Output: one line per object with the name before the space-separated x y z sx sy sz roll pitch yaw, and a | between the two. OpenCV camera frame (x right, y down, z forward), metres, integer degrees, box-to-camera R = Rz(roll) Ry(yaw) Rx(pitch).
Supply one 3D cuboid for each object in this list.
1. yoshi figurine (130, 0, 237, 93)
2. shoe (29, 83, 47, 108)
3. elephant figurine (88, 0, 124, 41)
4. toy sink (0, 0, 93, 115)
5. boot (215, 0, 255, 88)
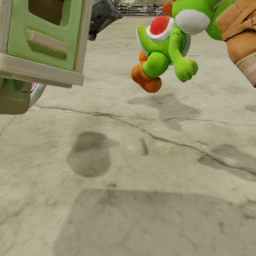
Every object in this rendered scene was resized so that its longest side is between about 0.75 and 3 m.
yoshi figurine | 1.386 -1.940 6.157 1.672 2.987 1.679 -18 76 -35
shoe | -2.728 -1.496 7.063 0.881 1.122 2.467 -38 36 16
elephant figurine | -1.053 -4.063 9.753 1.768 1.939 2.499 18 -9 -30
toy sink | -1.772 -1.518 4.635 1.598 2.853 1.860 14 6 29
boot | 2.292 -1.598 4.148 1.759 1.361 0.648 -30 -18 21
